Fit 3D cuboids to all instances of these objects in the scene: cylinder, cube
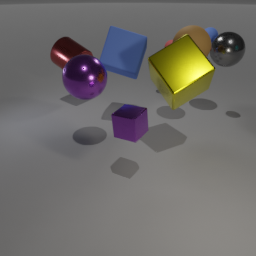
[{"bbox_3d":[-2.547,-3.204,12.748,1.400,1.400,1.400,37,40,18],"label":"cylinder"},{"bbox_3d":[1.582,-1.646,8.528,1.400,1.400,1.400,-31,73,-1],"label":"cube"},{"bbox_3d":[-0.143,-2.794,10.605,1.400,1.400,1.400,18,2,2],"label":"cube"},{"bbox_3d":[0.063,-0.139,7.378,0.700,0.700,0.700,13,34,30],"label":"cube"}]

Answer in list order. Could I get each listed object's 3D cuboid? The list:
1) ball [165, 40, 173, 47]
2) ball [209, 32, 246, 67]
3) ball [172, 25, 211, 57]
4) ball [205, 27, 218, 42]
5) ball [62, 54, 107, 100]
[{"bbox_3d":[2.105,-3.870,13.454,0.700,0.700,0.700,0,28,0],"label":"ball"},{"bbox_3d":[4.071,-3.218,11.504,1.400,1.400,1.400,0,28,0],"label":"ball"},{"bbox_3d":[2.314,-3.010,10.238,1.400,1.400,1.400,0,28,0],"label":"ball"},{"bbox_3d":[3.575,-4.025,12.228,0.700,0.700,0.700,0,28,0],"label":"ball"},{"bbox_3d":[-1.344,-1.579,8.757,1.400,1.400,1.400,0,28,0],"label":"ball"}]
